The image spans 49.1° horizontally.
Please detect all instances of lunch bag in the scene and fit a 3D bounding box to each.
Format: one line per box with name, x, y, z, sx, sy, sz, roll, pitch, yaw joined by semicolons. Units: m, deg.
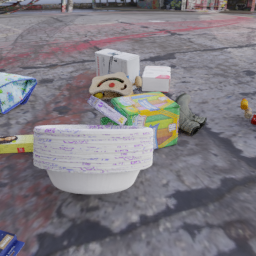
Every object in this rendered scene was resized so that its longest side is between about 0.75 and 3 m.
lunch bag;-5.396;-1.717;12.261;1.876;1.406;2.206;14;41;24

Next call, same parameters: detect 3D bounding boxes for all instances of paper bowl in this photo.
paper bowl;-0.845;0.700;7.027;2.938;1.528;2.938;2;2;0

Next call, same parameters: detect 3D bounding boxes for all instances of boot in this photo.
boot;2.370;-0.486;10.859;1.497;0.776;2.292;22;41;23

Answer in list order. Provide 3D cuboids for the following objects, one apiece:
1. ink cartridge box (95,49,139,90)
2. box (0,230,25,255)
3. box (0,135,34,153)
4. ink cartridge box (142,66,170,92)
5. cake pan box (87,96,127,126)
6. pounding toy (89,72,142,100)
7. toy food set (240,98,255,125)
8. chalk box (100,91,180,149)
ink cartridge box;-0.553;-2.971;14.264;2.273;1.664;0.976;22;38;35
box;-2.928;2.463;5.823;1.314;0.213;0.796;10;30;15
box;-3.537;0.520;9.207;1.514;0.379;0.570;-3;30;-6
ink cartridge box;1.480;-2.550;14.422;1.375;0.777;1.877;4;29;8
cake pan box;-0.642;-0.517;8.243;1.027;0.292;1.115;37;-2;-21
pounding toy;-0.468;-1.576;12.833;2.431;1.395;1.390;-11;57;-2
toy food set;5.124;-0.588;10.830;1.618;0.772;0.728;15;32;14
chalk box;0.295;-0.167;9.323;2.399;1.492;1.485;-12;30;-19
